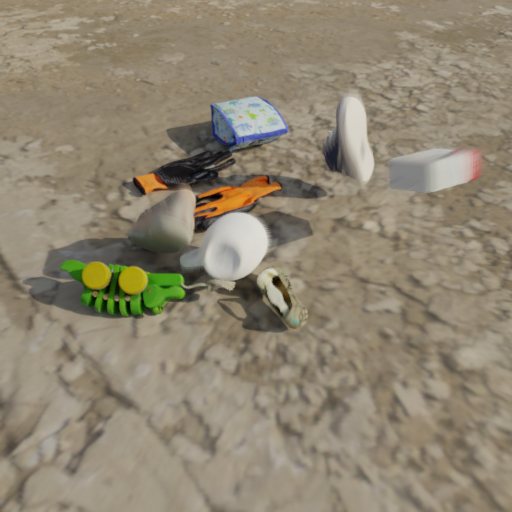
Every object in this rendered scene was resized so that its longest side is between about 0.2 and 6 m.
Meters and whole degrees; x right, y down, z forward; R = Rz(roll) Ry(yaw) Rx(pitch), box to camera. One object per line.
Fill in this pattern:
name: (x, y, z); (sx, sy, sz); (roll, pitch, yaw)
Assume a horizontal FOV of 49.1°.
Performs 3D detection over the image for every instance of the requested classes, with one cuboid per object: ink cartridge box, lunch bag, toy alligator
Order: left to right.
toy alligator: (-1.963, 0.670, 9.781); (3.132, 0.929, 0.850); (7, 82, 6)
lunch bag: (-0.194, -3.321, 14.309); (1.467, 1.099, 1.725); (-17, 33, -20)
ink cartridge box: (3.092, -1.509, 9.781); (1.276, 0.528, 0.930); (-17, 21, -34)

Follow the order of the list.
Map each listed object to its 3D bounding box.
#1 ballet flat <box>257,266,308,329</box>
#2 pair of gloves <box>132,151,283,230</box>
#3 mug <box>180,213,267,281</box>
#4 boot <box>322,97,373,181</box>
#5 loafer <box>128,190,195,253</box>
ballet flat: (0.350, 0.603, 9.804); (0.562, 0.623, 1.656); (-46, 41, 11)
pair of gloves: (-1.141, -1.555, 12.777); (2.582, 0.358, 2.899); (-26, 43, -26)
mug: (-0.634, -0.079, 10.074); (1.516, 1.120, 1.329); (-12, 12, 13)
boot: (1.767, -2.429, 11.728); (0.976, 2.160, 0.786); (20, 63, 33)
loafer: (-1.652, -0.590, 10.236); (0.931, 2.589, 0.814); (24, 76, -21)
